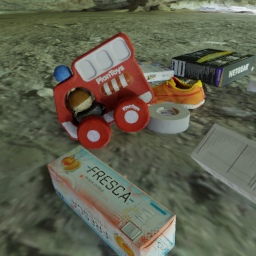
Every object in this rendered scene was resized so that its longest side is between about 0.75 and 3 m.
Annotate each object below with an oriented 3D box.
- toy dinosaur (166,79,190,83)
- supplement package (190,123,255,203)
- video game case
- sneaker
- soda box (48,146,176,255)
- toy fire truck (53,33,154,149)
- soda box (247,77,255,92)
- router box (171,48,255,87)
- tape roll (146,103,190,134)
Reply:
[{"bbox_3d":[1.853,-1.745,10.575,0.971,0.230,0.428,6,13,12],"label":"toy dinosaur"},{"bbox_3d":[1.943,0.648,4.831,0.795,0.766,1.398,-52,41,-1],"label":"supplement package"},{"bbox_3d":[0.737,-2.324,11.519,1.583,0.397,1.746,-12,29,-22],"label":"video game case"},{"bbox_3d":[1.143,-1.119,8.451,2.362,0.911,0.862,2,26,30],"label":"sneaker"},{"bbox_3d":[-0.308,1.091,4.101,0.667,0.717,2.098,-31,43,-32],"label":"soda box"},{"bbox_3d":[-0.633,-0.771,6.291,2.312,1.942,1.296,-25,23,15],"label":"toy fire truck"},{"bbox_3d":[4.859,-1.421,9.704,1.286,0.409,0.438,20,33,35],"label":"soda box"},{"bbox_3d":[3.583,-2.632,11.711,2.315,0.769,2.945,24,35,39],"label":"router box"},{"bbox_3d":[1.038,-0.278,7.437,1.161,0.384,1.161,0,27,0],"label":"tape roll"}]
